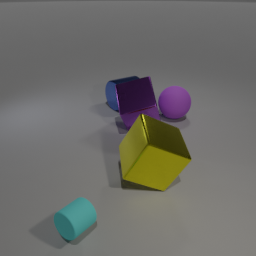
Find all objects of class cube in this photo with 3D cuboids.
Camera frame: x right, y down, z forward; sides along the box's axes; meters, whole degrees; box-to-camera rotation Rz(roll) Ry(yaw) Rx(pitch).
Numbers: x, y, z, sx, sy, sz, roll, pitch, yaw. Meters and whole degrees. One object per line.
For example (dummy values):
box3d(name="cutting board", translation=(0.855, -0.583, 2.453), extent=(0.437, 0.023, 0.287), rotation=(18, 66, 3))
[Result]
box3d(name="cube", translation=(0.406, -0.925, 10.938), extent=(1.400, 1.400, 1.400), rotation=(-14, 62, 7))
box3d(name="cube", translation=(0.705, 0.699, 8.014), extent=(1.400, 1.400, 1.400), rotation=(20, 32, -22))

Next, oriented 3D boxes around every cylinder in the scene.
box3d(name="cylinder", translation=(-1.194, 2.049, 6.367), extent=(0.700, 0.700, 0.700), rotation=(19, 28, 31))
box3d(name="cylinder", translation=(-0.135, -1.646, 13.135), extent=(1.400, 1.400, 1.400), rotation=(-17, 32, -30))

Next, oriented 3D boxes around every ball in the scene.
box3d(name="ball", translation=(1.988, -1.098, 11.976), extent=(1.400, 1.400, 1.400), rotation=(0, 28, 0))
